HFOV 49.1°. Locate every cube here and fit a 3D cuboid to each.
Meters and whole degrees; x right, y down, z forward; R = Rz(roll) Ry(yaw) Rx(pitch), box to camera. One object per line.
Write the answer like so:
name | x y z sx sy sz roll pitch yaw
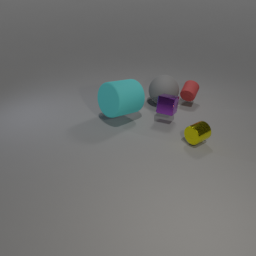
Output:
cube | 1.621 -0.961 11.436 0.700 0.700 0.700 14 21 21

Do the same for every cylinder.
cylinder | -0.279 -1.220 11.358 1.400 1.400 1.400 -16 33 -41
cylinder | 2.819 -1.698 12.798 0.700 0.700 0.700 15 57 24
cylinder | 2.513 0.171 10.106 0.700 0.700 0.700 -21 36 -31

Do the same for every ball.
ball | 1.659 -1.750 12.981 1.400 1.400 1.400 0 30 0
